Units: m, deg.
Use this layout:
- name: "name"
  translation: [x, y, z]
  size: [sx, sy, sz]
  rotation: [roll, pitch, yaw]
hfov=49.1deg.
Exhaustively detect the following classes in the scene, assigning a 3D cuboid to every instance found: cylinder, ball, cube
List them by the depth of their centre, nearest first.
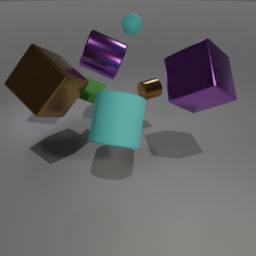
- name: "cylinder"
  translation: [-0.294, -0.207, 7.791]
  size: [1.400, 1.400, 1.400]
  rotation: [9, -3, 0]
- name: "cube"
  translation: [2.023, -1.384, 7.896]
  size: [1.400, 1.400, 1.400]
  rotation: [-18, -22, 38]
- name: "cube"
  translation: [-2.258, -1.271, 7.970]
  size: [1.400, 1.400, 1.400]
  rotation: [43, 13, 12]
- name: "cube"
  translation: [-1.213, -1.197, 9.119]
  size: [0.700, 0.700, 0.700]
  rotation: [21, 2, -17]
- name: "ball"
  translation: [0.130, -3.539, 9.561]
  size: [0.700, 0.700, 0.700]
  rotation: [0, 28, 0]
- name: "cylinder"
  translation: [0.799, -1.422, 10.324]
  size: [0.700, 0.700, 0.700]
  rotation: [-18, 33, -21]
- name: "cylinder"
  translation: [-0.927, -2.715, 10.435]
  size: [1.400, 1.400, 1.400]
  rotation: [21, 26, -10]
